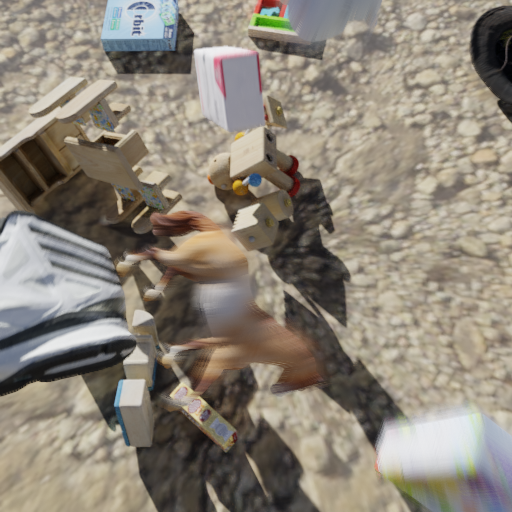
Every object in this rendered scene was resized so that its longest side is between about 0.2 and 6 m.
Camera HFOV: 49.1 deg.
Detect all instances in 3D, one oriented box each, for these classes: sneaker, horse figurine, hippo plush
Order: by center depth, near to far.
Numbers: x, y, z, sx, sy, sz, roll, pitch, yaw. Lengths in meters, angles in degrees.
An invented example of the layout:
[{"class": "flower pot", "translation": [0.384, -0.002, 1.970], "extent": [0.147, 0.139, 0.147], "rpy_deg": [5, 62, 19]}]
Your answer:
[{"class": "sneaker", "translation": [-2.954, 0.567, 5.963], "extent": [3.081, 1.163, 1.773], "rpy_deg": [-12, 68, -12]}, {"class": "horse figurine", "translation": [-0.507, 0.509, 6.040], "extent": [1.656, 0.624, 2.499], "rpy_deg": [-24, 81, 19]}, {"class": "hippo plush", "translation": [1.040, -3.685, 7.457], "extent": [2.124, 1.692, 1.708], "rpy_deg": [-26, 76, 12]}]

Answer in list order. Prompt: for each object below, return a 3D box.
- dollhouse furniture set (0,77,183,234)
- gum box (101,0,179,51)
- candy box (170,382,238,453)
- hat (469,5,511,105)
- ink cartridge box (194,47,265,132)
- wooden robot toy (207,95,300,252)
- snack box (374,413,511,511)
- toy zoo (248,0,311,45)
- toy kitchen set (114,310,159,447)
[{"class": "dollhouse furniture set", "translation": [-2.880, -1.394, 8.835], "extent": [2.497, 2.188, 1.659], "rpy_deg": [18, 57, 40]}, {"class": "gum box", "translation": [-2.414, -4.859, 11.761], "extent": [1.489, 0.332, 1.266], "rpy_deg": [0, 61, 0]}, {"class": "candy box", "translation": [-0.709, 2.208, 7.647], "extent": [0.996, 0.575, 0.276], "rpy_deg": [38, 67, 19]}, {"class": "hat", "translation": [4.942, -3.487, 10.557], "extent": [2.390, 0.964, 2.390], "rpy_deg": [2, 73, -7]}, {"class": "ink cartridge box", "translation": [-0.393, -2.375, 7.872], "extent": [0.568, 0.975, 1.346], "rpy_deg": [-14, 27, -16]}, {"class": "wooden robot toy", "translation": [-0.156, -1.324, 9.566], "extent": [1.399, 1.359, 3.084], "rpy_deg": [-18, 56, 31]}, {"class": "snack box", "translation": [2.183, 2.200, 5.090], "extent": [1.807, 1.285, 0.479], "rpy_deg": [37, 57, -8]}, {"class": "toy zoo", "translation": [0.704, -5.434, 12.156], "extent": [1.357, 0.212, 2.069], "rpy_deg": [10, 61, 6]}, {"class": "toy kitchen set", "translation": [-2.096, 1.706, 7.901], "extent": [1.340, 0.985, 1.673], "rpy_deg": [-1, 41, 0]}]
